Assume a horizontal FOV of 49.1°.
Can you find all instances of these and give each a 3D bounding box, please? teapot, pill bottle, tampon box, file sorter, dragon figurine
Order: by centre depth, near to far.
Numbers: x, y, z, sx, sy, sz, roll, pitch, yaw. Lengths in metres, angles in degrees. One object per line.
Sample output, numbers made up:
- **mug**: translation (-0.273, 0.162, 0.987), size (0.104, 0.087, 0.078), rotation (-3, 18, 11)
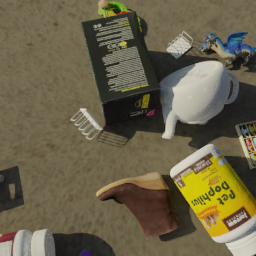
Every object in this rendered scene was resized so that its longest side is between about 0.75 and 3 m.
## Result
- **pill bottle**: translation (-3.339, 3.608, 7.842), size (2.346, 1.285, 1.285), rotation (-11, 73, -3)
- **pill bottle**: translation (2.673, 2.085, 8.121), size (1.637, 1.637, 2.997), rotation (-31, 76, -9)
- **teapot**: translation (2.249, -0.959, 9.015), size (2.429, 2.397, 1.774), rotation (-14, 114, 27)
- **file sorter**: translation (-1.342, -0.129, 9.022), size (0.538, 0.599, 0.864), rotation (-45, 111, -16)
- **tampon box**: translation (-0.240, -1.836, 9.083), size (1.769, 2.100, 2.802), rotation (-14, 73, -4)
- **dragon figurine**: translation (3.938, -2.968, 10.145), size (2.573, 0.757, 1.279), rotation (-10, 73, -2)
- **file sorter**: translation (1.920, -3.067, 10.317), size (0.798, 0.497, 0.553), rotation (-41, 78, -12)

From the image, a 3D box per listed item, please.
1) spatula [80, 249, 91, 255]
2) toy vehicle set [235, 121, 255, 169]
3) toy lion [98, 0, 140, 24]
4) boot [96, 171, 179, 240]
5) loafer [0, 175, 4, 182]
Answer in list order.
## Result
- **spatula**: translation (-0.989, 3.972, 8.353), size (0.956, 0.098, 0.270), rotation (29, 75, 9)
- **toy vehicle set**: translation (4.313, 0.521, 9.362), size (0.950, 0.203, 1.530), rotation (-13, 73, -4)
- **toy lion**: translation (-0.309, -4.145, 10.697), size (1.487, 0.533, 1.551), rotation (-8, 73, -10)
- **boot**: translation (0.291, 2.430, 8.454), size (2.214, 0.801, 1.842), rotation (-14, 72, -8)
- **loafer**: translation (-4.456, 1.608, 8.964), size (0.915, 0.319, 0.320), rotation (-4, 73, -1)
